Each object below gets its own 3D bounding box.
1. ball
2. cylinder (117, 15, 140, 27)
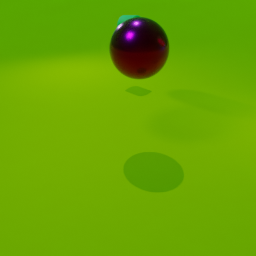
[{"bbox_3d":[0.262,-1.829,6.496,1.391,1.391,1.391,0,28,0],"label":"ball"},{"bbox_3d":[0.102,-4.070,11.150,0.778,0.778,0.778,20,34,40],"label":"cylinder"}]
